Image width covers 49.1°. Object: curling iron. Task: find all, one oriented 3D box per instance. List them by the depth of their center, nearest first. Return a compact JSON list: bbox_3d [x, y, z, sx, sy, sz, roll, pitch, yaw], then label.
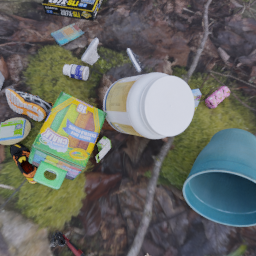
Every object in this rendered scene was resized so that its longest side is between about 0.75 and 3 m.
[{"bbox_3d":[-1.584,4.085,8.790,2.256,0.288,0.559,37,29,16],"label":"curling iron"}]

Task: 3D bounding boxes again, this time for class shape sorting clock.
[{"bbox_3d":[-4.580,0.117,11.150,1.414,0.277,1.414,-2,52,3],"label":"shape sorting clock"}]

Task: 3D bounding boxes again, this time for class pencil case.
[{"bbox_3d":[3.831,-1.313,11.938,1.189,0.514,0.492,-39,23,-21],"label":"pencil case"}]

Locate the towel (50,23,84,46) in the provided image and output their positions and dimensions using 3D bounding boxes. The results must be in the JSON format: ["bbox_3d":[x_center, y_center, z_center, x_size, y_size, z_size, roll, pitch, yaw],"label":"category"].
[{"bbox_3d":[-3.072,-4.762,14.188,1.429,0.155,1.048,-34,66,-19],"label":"towel"}]

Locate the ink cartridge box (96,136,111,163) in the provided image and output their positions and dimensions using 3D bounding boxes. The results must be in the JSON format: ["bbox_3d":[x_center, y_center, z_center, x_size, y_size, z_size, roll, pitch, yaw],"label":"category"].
[{"bbox_3d":[-1.023,0.816,10.579,0.323,0.629,0.851,33,65,18],"label":"ink cartridge box"}]

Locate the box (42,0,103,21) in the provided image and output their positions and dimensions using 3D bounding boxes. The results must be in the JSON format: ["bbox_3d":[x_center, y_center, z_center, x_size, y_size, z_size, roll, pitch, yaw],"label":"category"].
[{"bbox_3d":[-2.897,-6.988,15.214,2.826,0.697,2.257,11,61,7],"label":"box"}]

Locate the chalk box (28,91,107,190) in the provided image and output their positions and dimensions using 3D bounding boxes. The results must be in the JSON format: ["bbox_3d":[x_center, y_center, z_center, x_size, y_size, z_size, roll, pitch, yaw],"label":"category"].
[{"bbox_3d":[-2.226,0.599,9.703,1.813,1.804,2.914,25,60,-12],"label":"chalk box"}]

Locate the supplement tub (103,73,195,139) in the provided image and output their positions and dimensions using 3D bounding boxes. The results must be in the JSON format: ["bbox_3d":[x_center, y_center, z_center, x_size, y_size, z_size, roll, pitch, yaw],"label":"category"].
[{"bbox_3d":[0.605,-0.748,9.513,2.119,2.930,2.119,-3,96,-27],"label":"supplement tub"}]

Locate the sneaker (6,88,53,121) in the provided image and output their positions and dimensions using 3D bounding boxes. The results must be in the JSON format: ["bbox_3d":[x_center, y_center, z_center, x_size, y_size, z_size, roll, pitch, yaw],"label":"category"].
[{"bbox_3d":[-4.136,-1.053,11.655,2.315,0.906,0.894,29,43,16],"label":"sneaker"}]

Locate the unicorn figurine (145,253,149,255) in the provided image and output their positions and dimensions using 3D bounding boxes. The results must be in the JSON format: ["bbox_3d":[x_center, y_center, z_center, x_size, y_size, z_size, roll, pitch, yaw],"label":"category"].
[{"bbox_3d":[0.650,4.383,8.610,0.633,0.340,0.921,27,58,5],"label":"unicorn figurine"}]

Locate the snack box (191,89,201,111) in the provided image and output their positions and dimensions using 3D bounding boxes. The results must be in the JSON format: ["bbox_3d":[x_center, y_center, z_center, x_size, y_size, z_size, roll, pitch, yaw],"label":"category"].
[{"bbox_3d":[2.419,-1.073,11.445,0.905,1.073,0.363,-11,60,-6],"label":"snack box"}]

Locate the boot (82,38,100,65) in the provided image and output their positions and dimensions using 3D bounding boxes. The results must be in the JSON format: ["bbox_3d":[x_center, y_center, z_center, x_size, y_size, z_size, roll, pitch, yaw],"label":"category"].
[{"bbox_3d":[-1.228,-2.755,10.173,0.501,1.048,0.385,26,41,-26],"label":"boot"}]

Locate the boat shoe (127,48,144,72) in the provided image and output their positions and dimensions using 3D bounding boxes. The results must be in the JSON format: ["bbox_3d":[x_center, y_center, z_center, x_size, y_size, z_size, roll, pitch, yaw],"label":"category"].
[{"bbox_3d":[0.273,-2.335,9.487,0.291,0.307,0.878,-29,87,-8],"label":"boat shoe"}]

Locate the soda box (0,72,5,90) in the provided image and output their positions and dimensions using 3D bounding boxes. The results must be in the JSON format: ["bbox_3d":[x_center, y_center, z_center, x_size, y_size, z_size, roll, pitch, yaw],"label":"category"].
[{"bbox_3d":[-6.100,-1.306,11.651,0.896,0.964,2.825,3,59,2],"label":"soda box"}]

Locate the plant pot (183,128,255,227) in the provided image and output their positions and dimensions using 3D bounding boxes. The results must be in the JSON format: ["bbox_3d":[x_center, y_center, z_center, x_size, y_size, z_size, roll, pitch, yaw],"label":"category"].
[{"bbox_3d":[3.379,1.418,9.266,2.620,2.620,2.462,19,46,11],"label":"plant pot"}]

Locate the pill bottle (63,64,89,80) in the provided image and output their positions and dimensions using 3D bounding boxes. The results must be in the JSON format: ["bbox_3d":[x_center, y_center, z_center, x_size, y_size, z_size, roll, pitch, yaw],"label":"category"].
[{"bbox_3d":[-2.338,-2.528,12.581,1.042,0.624,0.624,13,60,8],"label":"pill bottle"}]

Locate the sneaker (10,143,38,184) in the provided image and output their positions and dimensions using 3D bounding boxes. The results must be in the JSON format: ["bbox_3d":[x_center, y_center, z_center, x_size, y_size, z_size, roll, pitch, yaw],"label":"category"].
[{"bbox_3d":[-3.811,1.135,10.259,0.660,0.849,1.886,-33,65,-18],"label":"sneaker"}]
